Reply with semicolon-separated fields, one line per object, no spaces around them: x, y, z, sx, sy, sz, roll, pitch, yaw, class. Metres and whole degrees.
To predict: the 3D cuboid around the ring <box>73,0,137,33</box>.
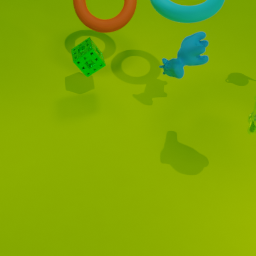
-0.742;-4.126;9.026;2.068;0.414;2.068;0;94;-1;ring

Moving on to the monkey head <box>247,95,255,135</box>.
2.768;-0.304;4.844;1.142;1.895;1.363;14;73;8;monkey head

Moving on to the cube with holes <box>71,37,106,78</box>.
-1.190;-2.116;8.410;0.702;0.702;0.702;-30;46;13;cube with holes

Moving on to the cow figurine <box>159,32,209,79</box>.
1.517;-1.956;7.617;1.261;0.703;1.281;-8;55;27;cow figurine

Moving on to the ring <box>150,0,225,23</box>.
1.485;-3.414;7.069;1.906;0.381;1.906;-1;64;2;ring
